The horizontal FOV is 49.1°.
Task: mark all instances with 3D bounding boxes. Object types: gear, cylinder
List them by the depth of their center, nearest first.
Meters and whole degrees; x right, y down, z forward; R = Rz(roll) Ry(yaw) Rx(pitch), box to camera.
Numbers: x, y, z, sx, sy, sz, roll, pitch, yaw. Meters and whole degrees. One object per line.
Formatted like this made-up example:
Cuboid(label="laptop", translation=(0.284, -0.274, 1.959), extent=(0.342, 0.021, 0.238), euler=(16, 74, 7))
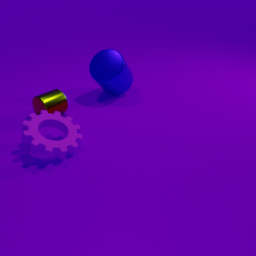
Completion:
Cuboid(label="gear", translation=(-1.795, 0.126, 6.664), extent=(1.368, 0.253, 1.368), euler=(17, 38, -14))
Cuboid(label="cylinder", translation=(-2.249, -0.679, 8.107), extent=(0.738, 0.738, 0.738), euler=(25, 39, 34))
Cuboid(label="cylinder", translation=(-0.519, -1.780, 9.091), extent=(1.149, 1.149, 1.149), euler=(-4, 74, 15))
